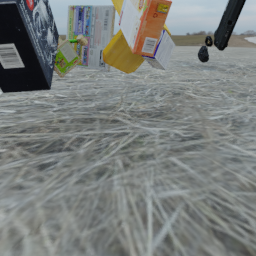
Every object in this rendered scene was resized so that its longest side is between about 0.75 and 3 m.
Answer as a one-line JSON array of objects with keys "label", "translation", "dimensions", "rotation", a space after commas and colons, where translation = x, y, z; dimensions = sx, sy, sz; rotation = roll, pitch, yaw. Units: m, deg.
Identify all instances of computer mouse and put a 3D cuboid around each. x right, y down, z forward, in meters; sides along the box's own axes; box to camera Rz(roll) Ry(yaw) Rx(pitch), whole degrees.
[{"label": "computer mouse", "translation": [2.918, -2.977, 10.697], "dimensions": [0.332, 0.573, 1.954], "rotation": [-15, -10, 6]}]

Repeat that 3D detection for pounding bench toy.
[{"label": "pounding bench toy", "translation": [-2.311, -2.813, 9.949], "dimensions": [1.557, 0.967, 1.215], "rotation": [-43, 50, -9]}]

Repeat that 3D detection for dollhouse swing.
[{"label": "dollhouse swing", "translation": [-0.022, -3.597, 10.039], "dimensions": [2.171, 2.244, 2.469], "rotation": [-33, -19, 24]}]

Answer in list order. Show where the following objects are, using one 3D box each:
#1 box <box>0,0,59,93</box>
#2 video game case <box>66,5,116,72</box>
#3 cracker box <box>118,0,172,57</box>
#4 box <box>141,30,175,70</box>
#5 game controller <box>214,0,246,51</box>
[{"label": "box", "translation": [-3.003, -2.817, 7.628], "dimensions": [1.437, 2.761, 2.514], "rotation": [-4, 55, 0]}, {"label": "video game case", "translation": [-1.515, -3.501, 10.858], "dimensions": [2.156, 2.368, 0.261], "rotation": [13, 15, 28]}, {"label": "cracker box", "translation": [0.358, -3.003, 7.377], "dimensions": [0.604, 1.402, 2.093], "rotation": [4, 40, -20]}, {"label": "box", "translation": [1.038, -2.630, 9.458], "dimensions": [0.553, 0.970, 1.055], "rotation": [19, -4, 31]}, {"label": "game controller", "translation": [3.393, -3.829, 9.069], "dimensions": [0.530, 2.518, 1.313], "rotation": [18, 43, 5]}]
